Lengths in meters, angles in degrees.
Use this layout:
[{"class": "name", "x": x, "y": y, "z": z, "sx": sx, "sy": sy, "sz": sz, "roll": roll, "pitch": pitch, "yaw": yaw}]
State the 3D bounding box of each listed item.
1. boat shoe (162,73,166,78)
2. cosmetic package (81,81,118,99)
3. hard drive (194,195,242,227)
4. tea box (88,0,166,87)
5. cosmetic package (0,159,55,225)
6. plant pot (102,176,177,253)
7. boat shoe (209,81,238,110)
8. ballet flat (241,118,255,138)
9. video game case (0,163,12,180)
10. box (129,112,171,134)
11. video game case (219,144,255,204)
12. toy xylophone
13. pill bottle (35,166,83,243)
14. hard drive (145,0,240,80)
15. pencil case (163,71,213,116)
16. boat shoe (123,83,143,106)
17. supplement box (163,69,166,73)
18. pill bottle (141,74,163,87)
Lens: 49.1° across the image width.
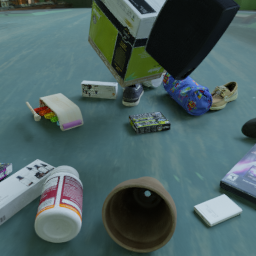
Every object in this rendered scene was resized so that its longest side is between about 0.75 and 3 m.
[{"class": "boat shoe", "x": 1.677, "y": -2.557, "z": 13.950, "sx": 1.335, "sy": 0.380, "sz": 0.446, "roll": 4, "pitch": 34, "yaw": 17}, {"class": "cosmetic package", "x": -1.203, "y": -1.612, "z": 11.876, "sx": 1.510, "sy": 0.623, "sz": 0.382, "roll": 5, "pitch": 32, "yaw": 10}, {"class": "hard drive", "x": 1.973, "y": 1.798, "z": 6.162, "sx": 0.867, "sy": 0.114, "sz": 0.571, "roll": -13, "pitch": 31, "yaw": -22}, {"class": "tea box", "x": 0.110, "y": -3.417, "z": 9.694, "sx": 1.843, "sy": 2.713, "sz": 2.758, "roll": -18, "pitch": 60, "yaw": -29}, {"class": "cosmetic package", "x": -2.519, "y": 1.417, "z": 6.513, "sx": 0.734, "sy": 0.450, "sz": 1.777, "roll": 16, "pitch": 33, "yaw": 28}, {"class": "plant pot", "x": 0.300, "y": 1.550, "z": 5.619, "sx": 1.381, "sy": 1.381, "sz": 1.205, "roll": 6, "pitch": 11, "yaw": 11}, {"class": "boat shoe", "x": 3.710, "y": -1.343, "z": 11.239, "sx": 0.825, "sy": 0.740, "sz": 2.229, "roll": 23, "pitch": 36, "yaw": 35}, {"class": "ballet flat", "x": 4.609, "y": -0.092, "z": 8.922, "sx": 1.940, "sy": 0.660, "sz": 0.663, "roll": -8, "pitch": -2, "yaw": -13}, {"class": "video game case", "x": -3.845, "y": 1.144, "z": 6.786, "sx": 1.516, "sy": 0.272, "sz": 1.374, "roll": 1, "pitch": 10, "yaw": 2}, {"class": "box", "x": 0.727, "y": -0.194, "z": 9.641, "sx": 1.209, "sy": 0.268, "sz": 0.969, "roll": -8, "pitch": 30, "yaw": -14}, {"class": "video game case", "x": 3.774, "y": 1.200, "z": 7.142, "sx": 1.835, "sy": 0.244, "sz": 2.569, "roll": 24, "pitch": 37, "yaw": 36}, {"class": "toy xylophone", "x": -2.681, "y": -0.638, "z": 10.115, "sx": 1.705, "sy": 0.585, "sz": 2.329, "roll": -13, "pitch": 31, "yaw": -23}, {"class": "pill bottle", "x": -1.390, "y": 1.514, "z": 5.892, "sx": 0.871, "sy": 0.871, "sz": 1.542, "roll": -3, "pitch": 29, "yaw": -5}, {"class": "hard drive", "x": 1.273, "y": -2.237, "z": 6.456, "sx": 1.540, "sy": 2.283, "sz": 0.483, "roll": 47, "pitch": 54, "yaw": 10}, {"class": "pencil case", "x": 2.300, "y": -1.524, "z": 11.153, "sx": 1.064, "sy": 1.184, "sz": 2.726, "roll": 27, "pitch": 18, "yaw": -27}, {"class": "boat shoe", "x": 0.200, "y": -1.773, "z": 11.965, "sx": 0.923, "sy": 0.796, "sz": 2.539, "roll": 2, "pitch": 29, "yaw": 4}, {"class": "supplement box", "x": 1.949, "y": -4.094, "z": 14.402, "sx": 0.929, "sy": 2.526, "sz": 1.592, "roll": 7, "pitch": 28, "yaw": 6}, {"class": "pill bottle", "x": 0.815, "y": -2.533, "z": 13.184, "sx": 0.975, "sy": 0.975, "sz": 1.727, "roll": -20, "pitch": 36, "yaw": -32}]
